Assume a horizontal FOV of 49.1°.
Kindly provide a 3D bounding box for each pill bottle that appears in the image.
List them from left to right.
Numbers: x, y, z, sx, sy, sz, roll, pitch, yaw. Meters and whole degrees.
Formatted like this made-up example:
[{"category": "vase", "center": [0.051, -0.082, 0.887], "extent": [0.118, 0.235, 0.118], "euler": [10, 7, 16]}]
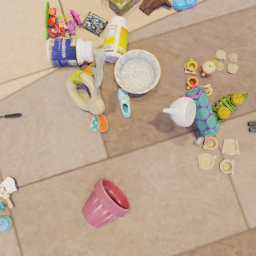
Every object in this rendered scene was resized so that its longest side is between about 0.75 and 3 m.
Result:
[{"category": "pill bottle", "center": [-2.336, -3.114, 11.427], "extent": [1.782, 1.031, 1.031], "euler": [0, 82, 0]}, {"category": "pill bottle", "center": [-0.494, -3.638, 11.538], "extent": [0.949, 0.949, 1.737], "euler": [8, 82, 1]}]

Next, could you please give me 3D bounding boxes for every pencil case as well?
[{"category": "pencil case", "center": [2.714, -0.606, 10.209], "extent": [0.771, 0.837, 1.812], "euler": [-14, 119, 28]}]

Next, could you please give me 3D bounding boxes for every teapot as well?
[{"category": "teapot", "center": [1.693, -0.542, 9.075], "extent": [0.751, 1.028, 1.015], "euler": [10, 54, 36]}]

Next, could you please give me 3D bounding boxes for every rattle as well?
[{"category": "rattle", "center": [-1.243, -1.275, 11.453], "extent": [1.634, 1.793, 2.510], "euler": [-36, 96, 30]}]

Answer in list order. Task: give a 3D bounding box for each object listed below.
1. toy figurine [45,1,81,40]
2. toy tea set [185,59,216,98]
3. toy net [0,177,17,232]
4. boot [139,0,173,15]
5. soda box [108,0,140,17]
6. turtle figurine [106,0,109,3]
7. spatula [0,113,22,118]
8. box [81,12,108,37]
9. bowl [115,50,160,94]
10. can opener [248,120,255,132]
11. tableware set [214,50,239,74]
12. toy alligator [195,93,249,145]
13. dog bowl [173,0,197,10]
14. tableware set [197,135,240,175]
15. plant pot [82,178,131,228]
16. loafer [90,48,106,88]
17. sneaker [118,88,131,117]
[{"category": "toy figurine", "center": [-2.687, -4.391, 11.717], "extent": [1.411, 1.151, 1.533], "euler": [4, 104, -9]}, {"category": "toy tea set", "center": [2.953, -1.880, 11.385], "extent": [1.226, 0.763, 2.062], "euler": [2, 82, 0]}, {"category": "toy net", "center": [-4.934, 2.941, 10.939], "extent": [1.108, 0.408, 2.112], "euler": [9, 81, 4]}, {"category": "boot", "center": [1.201, -5.277, 12.103], "extent": [1.222, 0.442, 1.017], "euler": [36, 96, 3]}, {"category": "soda box", "center": [0.246, -5.884, 11.946], "extent": [2.305, 0.738, 0.781], "euler": [-44, 85, -6]}, {"category": "turtle figurine", "center": [-0.874, -5.720, 11.850], "extent": [1.072, 0.864, 0.345], "euler": [-40, 76, -3]}, {"category": "spatula", "center": [-5.210, -0.466, 11.483], "extent": [1.713, 0.176, 0.484], "euler": [-6, 76, -4]}, {"category": "box", "center": [-1.433, -4.459, 12.017], "extent": [0.920, 0.212, 0.731], "euler": [30, 83, 4]}, {"category": "bowl", "center": [0.373, -2.164, 11.384], "extent": [1.800, 0.845, 1.800], "euler": [0, 81, 0]}, {"category": "can opener", "center": [5.910, -0.129, 11.336], "extent": [1.964, 0.657, 0.524], "euler": [-6, 82, 13]}, {"category": "tableware set", "center": [4.160, -2.797, 11.839], "extent": [1.101, 0.128, 0.920], "euler": [13, 83, 2]}, {"category": "toy alligator", "center": [3.546, -0.558, 11.096], "extent": [2.923, 0.969, 0.702], "euler": [-43, 84, -6]}, {"category": "dog bowl", "center": [2.452, -5.439, 12.129], "extent": [1.063, 0.263, 0.592], "euler": [-14, 82, -1]}, {"category": "tableware set", "center": [3.652, 1.061, 11.271], "extent": [1.707, 0.198, 1.426], "euler": [11, 82, 1]}, {"category": "plant pot", "center": [-0.902, 2.893, 10.462], "extent": [1.540, 1.540, 1.378], "euler": [45, 100, 6]}, {"category": "loafer", "center": [-1.028, -1.931, 9.055], "extent": [0.441, 0.442, 1.263], "euler": [-1, 112, -24]}, {"category": "sneaker", "center": [-0.126, -1.078, 11.406], "extent": [0.459, 0.509, 1.243], "euler": [-16, 83, -3]}]
